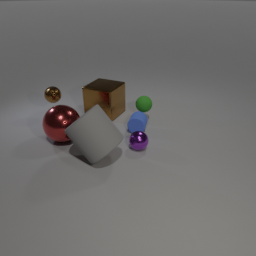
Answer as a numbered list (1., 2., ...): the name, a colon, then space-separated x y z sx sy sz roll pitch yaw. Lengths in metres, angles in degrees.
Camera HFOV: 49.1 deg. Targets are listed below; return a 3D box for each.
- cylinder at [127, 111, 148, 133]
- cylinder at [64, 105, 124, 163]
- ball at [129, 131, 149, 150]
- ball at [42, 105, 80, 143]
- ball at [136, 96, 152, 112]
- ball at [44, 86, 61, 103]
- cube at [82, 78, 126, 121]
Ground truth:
1. cylinder: 0.385 -0.214 11.184 0.700 0.700 0.700 6 28 11
2. cylinder: -1.096 0.190 9.146 1.400 1.400 1.400 -37 9 7
3. ball: 0.384 0.444 9.972 0.700 0.700 0.700 0 28 0
4. ball: -2.442 -0.162 10.369 1.400 1.400 1.400 0 28 0
5. ball: 0.668 -1.005 11.746 0.700 0.700 0.700 0 28 0
6. ball: -3.144 -1.391 11.718 0.700 0.700 0.700 0 28 0
7. cube: -1.032 -1.278 12.455 1.400 1.400 1.400 13 31 23
